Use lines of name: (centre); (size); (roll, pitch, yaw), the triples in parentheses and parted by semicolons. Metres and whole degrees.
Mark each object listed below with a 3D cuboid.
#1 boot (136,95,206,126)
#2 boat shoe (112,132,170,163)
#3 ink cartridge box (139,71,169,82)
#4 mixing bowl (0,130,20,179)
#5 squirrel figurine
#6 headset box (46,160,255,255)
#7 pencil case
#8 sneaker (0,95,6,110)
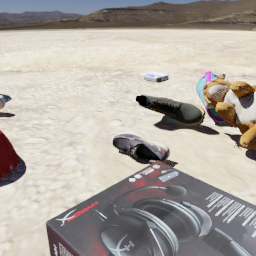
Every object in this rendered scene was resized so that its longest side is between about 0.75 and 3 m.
boot: (1.269, -0.576, 8.715); (1.344, 0.752, 1.942); (7, 8, -41)
boat shoe: (0.254, 0.504, 6.974); (1.550, 0.557, 0.502); (17, 23, 21)
ink cartridge box: (1.350, -2.680, 14.550); (1.121, 0.243, 1.110); (22, 32, 36)
mixing bowl: (-3.561, 0.475, 6.494); (1.837, 0.995, 1.837); (-1, 24, 0)
squirrel figurine: (3.166, -0.616, 7.591); (2.340, 1.656, 2.184); (4, 20, -37)
headset box: (0.779, 1.745, 3.392); (2.218, 1.151, 2.981); (-21, 30, -39)
pencil case: (3.115, -1.176, 9.943); (1.111, 1.207, 2.611); (-15, 20, 11)
sneaker: (-5.295, -0.692, 9.644); (2.056, 0.751, 0.728); (-8, 37, 0)
